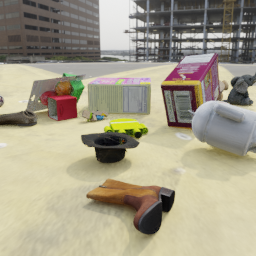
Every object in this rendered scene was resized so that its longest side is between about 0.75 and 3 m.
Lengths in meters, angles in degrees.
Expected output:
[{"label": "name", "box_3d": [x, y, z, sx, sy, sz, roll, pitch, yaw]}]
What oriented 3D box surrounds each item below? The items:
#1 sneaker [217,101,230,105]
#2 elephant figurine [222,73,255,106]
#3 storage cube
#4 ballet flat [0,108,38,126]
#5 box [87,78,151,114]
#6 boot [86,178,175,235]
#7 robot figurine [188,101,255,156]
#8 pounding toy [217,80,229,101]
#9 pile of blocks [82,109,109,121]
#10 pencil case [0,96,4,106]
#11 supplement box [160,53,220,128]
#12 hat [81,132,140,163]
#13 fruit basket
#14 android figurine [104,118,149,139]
[{"label": "sneaker", "box_3d": [3.089, -0.840, 11.706, 2.315, 0.815, 1.082, 12, 15, 26]}, {"label": "elephant figurine", "box_3d": [5.817, -2.141, 14.252, 1.444, 1.862, 1.317, -11, 20, -33]}, {"label": "storage cube", "box_3d": [-2.744, -0.872, 11.706, 0.938, 0.892, 1.043, -12, 20, -37]}, {"label": "ballet flat", "box_3d": [-4.829, -0.445, 10.713, 2.738, 0.635, 0.923, 1, 17, 4]}, {"label": "box", "box_3d": [-0.302, -1.620, 13.388, 2.800, 1.354, 2.463, 2, 17, 4]}, {"label": "boot", "box_3d": [-0.077, 1.295, 5.096, 1.551, 0.531, 1.460, 7, 18, 24]}, {"label": "robot figurine", "box_3d": [2.755, -0.013, 7.814, 2.210, 1.874, 1.248, 20, 65, 24]}, {"label": "pounding toy", "box_3d": [4.340, -1.829, 15.324, 2.693, 1.545, 1.540, -10, 45, -1]}, {"label": "pile of blocks", "box_3d": [-1.355, -0.435, 11.354, 1.202, 0.494, 0.374, 0, -29, -33]}, {"label": "pencil case", "box_3d": [-6.589, -1.232, 13.396, 0.543, 0.624, 1.396, 5, 16, 20]}, {"label": "supplement box", "box_3d": [2.485, -1.488, 10.699, 1.433, 1.817, 2.776, 5, 35, 31]}, {"label": "hat", "box_3d": [-0.503, 0.560, 7.407, 1.587, 0.640, 1.587, 8, 15, -2]}, {"label": "fruit basket", "box_3d": [-3.240, -1.586, 12.398, 2.404, 2.226, 1.127, -11, 63, -34]}, {"label": "android figurine", "box_3d": [-0.088, 0.006, 9.735, 1.501, 0.339, 1.649, -4, 18, -14]}]
